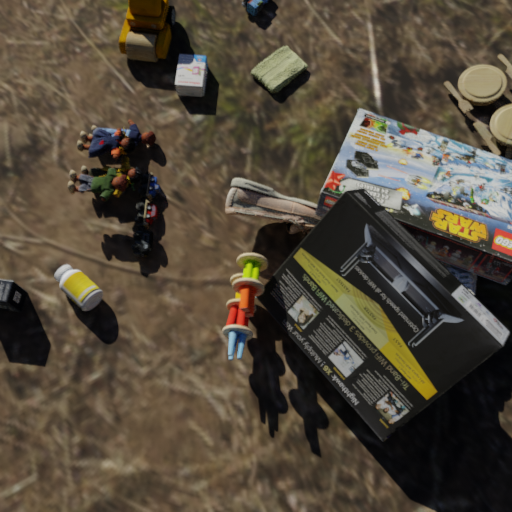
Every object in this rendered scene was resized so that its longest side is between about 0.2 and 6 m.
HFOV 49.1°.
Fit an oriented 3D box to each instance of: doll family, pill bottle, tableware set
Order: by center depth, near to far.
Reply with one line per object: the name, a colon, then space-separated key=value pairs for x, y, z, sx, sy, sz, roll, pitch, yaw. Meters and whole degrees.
pill bottle: x=-3.515 y=0.610 z=11.041 sx=0.944 sy=0.529 sz=0.529 roll=40 pitch=74 yaw=13
doll family: x=-2.969 y=-2.072 z=11.865 sx=1.415 sy=0.961 sz=2.449 roll=0 pitch=67 yaw=6
tableware set: x=5.441 y=-3.327 z=12.600 sx=1.548 sy=0.469 sz=2.341 roll=-26 pitch=65 yaw=3

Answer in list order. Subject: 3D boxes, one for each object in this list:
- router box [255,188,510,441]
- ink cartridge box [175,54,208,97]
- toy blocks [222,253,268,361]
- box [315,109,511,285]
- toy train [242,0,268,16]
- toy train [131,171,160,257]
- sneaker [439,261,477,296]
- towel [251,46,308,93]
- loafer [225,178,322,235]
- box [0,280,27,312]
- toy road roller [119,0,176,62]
router box: x=2.058 y=0.998 z=9.839 sx=3.506 sy=0.916 sz=2.756 roll=48 pitch=119 yaw=15
ink cartridge box: x=-1.491 y=-4.169 z=12.943 sx=0.647 sy=0.379 sz=0.895 roll=4 pitch=70 yaw=1
toy blocks: x=-0.233 y=0.958 z=10.133 sx=0.590 sy=1.353 sz=1.624 roll=11 pitch=57 yaw=-6
box: x=3.381 y=-1.264 z=11.031 sx=3.825 sy=0.763 sz=2.619 roll=22 pitch=56 yaw=8
toy train: x=0.037 y=-6.341 z=13.796 sx=0.498 sy=0.378 sz=0.872 roll=40 pitch=72 yaw=4
toy train: x=-2.283 y=-0.894 z=11.725 sx=0.445 sy=0.332 sz=1.945 roll=3 pitch=70 yaw=-3
sneaker: x=3.800 y=0.650 z=10.715 sx=1.077 sy=1.135 sz=2.819 roll=8 pitch=67 yaw=6
towel: x=0.536 y=-4.378 z=13.113 sx=1.178 sy=0.215 sz=0.874 roll=-41 pitch=73 yaw=-14
loafer: x=0.587 y=-0.814 z=11.392 sx=2.499 sy=0.899 sz=0.786 roll=20 pitch=86 yaw=-5
box: x=-4.982 y=0.755 z=10.869 sx=0.731 sy=0.743 sz=0.461 roll=8 pitch=69 yaw=3
toy road roller: x=-2.562 y=-5.517 z=12.985 sx=1.058 sy=1.256 sz=1.721 roll=7 pitch=69 yaw=3
